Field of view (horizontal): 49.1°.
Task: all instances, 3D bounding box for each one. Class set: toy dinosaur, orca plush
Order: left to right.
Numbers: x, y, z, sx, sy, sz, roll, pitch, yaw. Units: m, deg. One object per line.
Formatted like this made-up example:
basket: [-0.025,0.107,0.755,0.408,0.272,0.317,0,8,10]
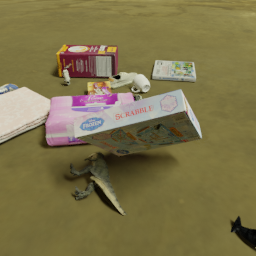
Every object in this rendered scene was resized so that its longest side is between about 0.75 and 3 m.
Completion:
toy dinosaur: [-0.895,1.316,7.244,1.069,0.576,2.425,-5,36,-20]
orca plush: [2.888,2.238,5.813,0.712,0.481,1.353,-23,39,-31]

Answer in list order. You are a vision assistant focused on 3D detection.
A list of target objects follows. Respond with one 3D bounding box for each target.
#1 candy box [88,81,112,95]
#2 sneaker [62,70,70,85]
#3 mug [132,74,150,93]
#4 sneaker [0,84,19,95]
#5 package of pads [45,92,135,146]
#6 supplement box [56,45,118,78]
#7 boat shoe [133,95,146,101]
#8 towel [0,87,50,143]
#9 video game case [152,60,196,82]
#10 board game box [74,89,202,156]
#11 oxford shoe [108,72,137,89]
candy box: [-1.153,-1.367,11.465,0.971,0.470,1.665,-4,31,-6]
sneaker: [-2.731,-2.266,12.548,0.284,0.757,0.307,-30,54,-25]
mug: [0.533,-1.830,12.155,0.836,0.617,0.733,-36,45,1]
sneaker: [-5.245,-1.463,11.700,1.303,0.491,0.574,-11,42,-2]
package of pads: [-1.172,-0.337,9.246,2.925,1.107,1.763,-5,35,-7]
supplement box: [-1.920,-3.303,13.793,2.792,1.196,1.541,1,33,2]
boat shoe: [0.339,-0.963,10.693,1.725,0.612,0.622,-8,34,-13]
towel: [-4.293,-0.533,10.180,2.743,0.463,2.872,26,41,33]
video game case: [2.312,-2.884,14.046,2.039,0.246,2.237,5,32,7]
board game box: [0.383,0.033,6.822,2.459,2.465,0.507,-13,70,18]
oxford shoe: [-0.203,-2.314,12.896,0.698,0.536,1.857,23,37,36]
